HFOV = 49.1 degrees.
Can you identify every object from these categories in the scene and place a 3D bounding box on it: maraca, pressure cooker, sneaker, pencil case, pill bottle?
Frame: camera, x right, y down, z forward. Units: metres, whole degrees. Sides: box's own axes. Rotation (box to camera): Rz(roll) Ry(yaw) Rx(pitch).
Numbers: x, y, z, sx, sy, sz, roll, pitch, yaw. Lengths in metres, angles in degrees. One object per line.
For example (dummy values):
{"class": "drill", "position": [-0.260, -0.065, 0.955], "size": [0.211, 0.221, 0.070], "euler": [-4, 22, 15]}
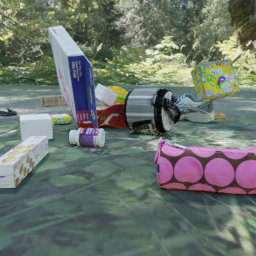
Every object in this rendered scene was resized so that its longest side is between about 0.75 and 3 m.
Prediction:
{"class": "maraca", "position": [-0.443, -1.618, 15.708], "size": [2.423, 1.296, 1.661], "euler": [14, 0, 11]}
{"class": "pressure cooker", "position": [0.885, -0.599, 9.455], "size": [1.747, 1.560, 1.536], "euler": [3, 22, 27]}
{"class": "sneaker", "position": [-0.808, -0.552, 11.047], "size": [2.507, 0.982, 1.448], "euler": [-2, 12, -15]}
{"class": "sneaker", "position": [2.423, -0.954, 12.422], "size": [2.765, 1.194, 1.073], "euler": [4, 12, 21]}
{"class": "pencil case", "position": [1.447, 0.649, 4.859], "size": [1.967, 0.922, 0.893], "euler": [2, 17, 6]}
{"class": "pill bottle", "position": [-1.159, 0.261, 7.932], "size": [0.933, 0.520, 0.520], "euler": [2, 11, 8]}

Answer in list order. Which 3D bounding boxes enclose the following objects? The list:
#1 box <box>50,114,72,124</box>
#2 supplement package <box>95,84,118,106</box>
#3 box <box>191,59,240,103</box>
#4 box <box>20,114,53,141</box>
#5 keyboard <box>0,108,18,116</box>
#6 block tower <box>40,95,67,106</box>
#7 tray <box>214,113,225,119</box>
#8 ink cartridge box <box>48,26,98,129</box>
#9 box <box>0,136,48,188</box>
{"class": "box", "position": [-2.857, -0.374, 11.818], "size": [0.750, 0.309, 1.278], "euler": [-5, 14, -24]}
{"class": "supplement package", "position": [-0.963, -1.379, 11.691], "size": [0.596, 0.574, 1.048], "euler": [30, 3, -33]}
{"class": "box", "position": [3.404, -1.843, 11.002], "size": [1.408, 1.356, 0.859], "euler": [-10, -9, -10]}
{"class": "box", "position": [-2.997, -0.045, 9.116], "size": [0.951, 0.664, 1.249], "euler": [-4, 12, -20]}
{"class": "keyboard", "position": [-6.264, -0.848, 14.242], "size": [1.637, 0.324, 0.852], "euler": [10, 15, 37]}
{"class": "block tower", "position": [-4.566, -1.845, 18.525], "size": [2.350, 0.635, 0.679], "euler": [-11, 15, -43]}
{"class": "tray", "position": [3.809, -0.543, 12.931], "size": [1.157, 0.214, 0.571], "euler": [-2, 12, -8]}
{"class": "ink cartridge box", "position": [-1.806, -1.562, 9.209], "size": [0.579, 2.627, 2.675], "euler": [-18, 48, -19]}
{"class": "box", "position": [-2.265, 0.645, 6.093], "size": [0.487, 0.455, 2.350], "euler": [0, 11, 0]}
